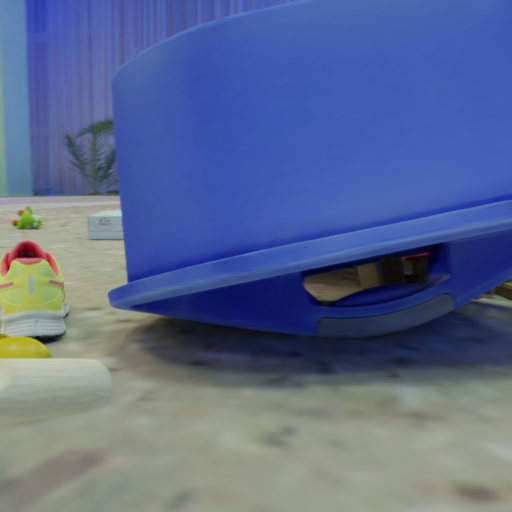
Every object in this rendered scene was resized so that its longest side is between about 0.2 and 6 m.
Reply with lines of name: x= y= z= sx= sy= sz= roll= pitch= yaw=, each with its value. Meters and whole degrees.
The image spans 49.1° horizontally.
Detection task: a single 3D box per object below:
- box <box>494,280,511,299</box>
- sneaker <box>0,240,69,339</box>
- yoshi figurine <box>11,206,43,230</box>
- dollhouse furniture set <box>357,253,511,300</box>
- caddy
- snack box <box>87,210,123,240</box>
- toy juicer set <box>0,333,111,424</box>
box: x=3.436 y=0.366 z=6.476 sx=1.312 sy=0.171 sz=1.606 roll=-1 pitch=8 yaw=-5
sneaker: x=-2.074 y=0.234 z=5.194 sx=0.681 sy=0.787 sz=1.743 roll=-6 pitch=8 yaw=-27
yoshi figurine: x=-6.181 y=-0.981 z=14.998 sx=1.134 sy=0.637 sz=0.635 roll=11 pitch=29 yaw=42
dollhouse furniture set: x=1.880 y=0.005 z=6.285 sx=1.567 sy=0.807 sz=1.551 roll=-14 pitch=11 yaw=-41
caddy: x=0.857 y=-0.465 z=4.728 sx=4.327 sy=2.271 sz=3.059 roll=-11 pitch=-5 yaw=1
snack box: x=-2.561 y=-0.731 z=12.906 sx=2.218 sy=0.588 sz=1.578 roll=0 pitch=8 yaw=0
toy juicer set: x=-1.657 y=0.707 z=2.585 sx=2.651 sy=0.721 sz=1.686 roll=0 pitch=-10 yaw=44
